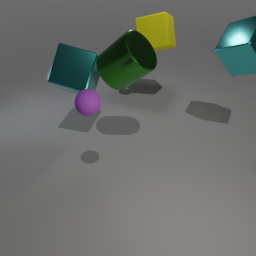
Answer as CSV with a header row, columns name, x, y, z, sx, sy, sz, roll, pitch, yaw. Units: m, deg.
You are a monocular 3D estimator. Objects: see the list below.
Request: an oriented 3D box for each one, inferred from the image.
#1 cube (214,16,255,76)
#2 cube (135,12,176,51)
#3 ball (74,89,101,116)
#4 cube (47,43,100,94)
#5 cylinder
name,x,y,z,sx,sy,sz,roll,pitch,yaw
cube,4.192,-2.849,9.829,1.400,1.400,1.400,7,61,55
cube,1.281,-4.280,12.685,1.400,1.400,1.400,-3,10,23
ball,-1.047,-0.670,7.340,0.700,0.700,0.700,0,31,0
cube,-1.828,-1.994,10.042,1.400,1.400,1.400,17,-1,3
cylinder,-0.041,-2.110,8.851,1.400,1.400,1.400,-28,11,39
